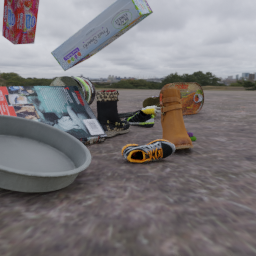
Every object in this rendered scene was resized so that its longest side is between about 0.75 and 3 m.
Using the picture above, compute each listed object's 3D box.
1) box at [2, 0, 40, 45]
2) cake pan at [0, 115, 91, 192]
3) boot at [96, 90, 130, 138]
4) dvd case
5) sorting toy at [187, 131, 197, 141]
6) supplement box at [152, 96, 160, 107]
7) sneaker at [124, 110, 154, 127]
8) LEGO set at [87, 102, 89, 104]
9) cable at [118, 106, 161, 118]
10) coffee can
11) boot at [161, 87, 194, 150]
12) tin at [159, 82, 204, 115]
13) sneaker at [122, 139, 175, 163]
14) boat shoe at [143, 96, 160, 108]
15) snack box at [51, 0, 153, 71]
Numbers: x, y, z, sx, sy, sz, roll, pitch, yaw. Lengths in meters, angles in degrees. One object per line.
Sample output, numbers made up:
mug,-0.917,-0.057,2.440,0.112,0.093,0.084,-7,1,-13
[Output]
box,-3.426,-3.546,8.931,0.753,1.578,0.787,36,35,24
cake pan,-1.689,0.361,4.531,2.173,0.399,2.173,19,14,-5
boot,-0.441,-0.470,8.433,0.648,1.333,1.770,5,11,29
dvd case,-2.251,-0.301,7.054,2.944,0.324,2.149,-9,50,-35
sorting toy,1.589,0.138,7.878,0.475,0.324,0.790,-3,11,-19
supplement box,2.702,-1.508,16.418,2.335,0.711,1.271,7,11,39
sneaker,0.438,-0.373,10.157,1.372,0.568,0.492,9,13,42
LEGO set,-1.980,-0.847,12.528,0.447,0.771,0.593,-15,-17,42
cable,0.369,-0.731,12.292,2.160,0.544,1.049,1,12,1
coffee can,-2.881,-1.813,14.824,1.845,1.845,2.522,1,10,6
boot,1.181,-0.274,6.887,0.722,1.462,1.884,1,10,4
tin,2.571,-1.393,13.293,2.744,1.536,0.574,-7,11,-36
sneaker,0.424,0.511,5.584,1.080,0.423,0.417,-9,15,-4
boat shoe,1.654,-1.481,16.091,1.852,0.676,0.583,-17,-22,40
snack box,-0.673,-2.705,7.863,2.615,0.693,1.860,-29,15,24
